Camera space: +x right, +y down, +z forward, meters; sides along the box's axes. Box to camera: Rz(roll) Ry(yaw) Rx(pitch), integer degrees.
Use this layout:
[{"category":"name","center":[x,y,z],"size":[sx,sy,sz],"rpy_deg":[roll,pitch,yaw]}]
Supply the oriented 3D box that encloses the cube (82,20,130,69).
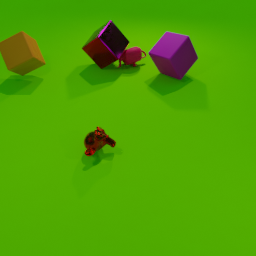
[{"category":"cube","center":[-0.832,-3.127,10.589],"size":[1.106,1.106,1.106],"rpy_deg":[-14,40,47]}]

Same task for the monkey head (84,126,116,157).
[{"category":"monkey head","center":[-0.752,0.384,7.289],"size":[0.771,0.646,1.072],"rpy_deg":[35,22,-8]}]

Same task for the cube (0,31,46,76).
[{"category":"cube","center":[-3.728,-2.596,9.884],"size":[1.022,1.022,1.022],"rpy_deg":[-24,-3,6]}]

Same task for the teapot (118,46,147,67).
[{"category":"teapot","center":[0.120,-2.747,10.978],"size":[1.427,0.699,0.887],"rpy_deg":[-23,9,-24]}]

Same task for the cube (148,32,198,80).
[{"category":"cube","center":[1.639,-2.610,10.096],"size":[1.109,1.109,1.109],"rpy_deg":[-51,46,-8]}]
